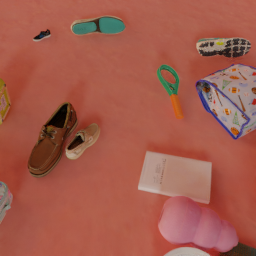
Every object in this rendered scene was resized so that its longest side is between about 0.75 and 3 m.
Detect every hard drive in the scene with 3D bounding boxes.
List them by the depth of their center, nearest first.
[{"bbox_3d":[1.515,1.515,8.898,2.149,0.282,1.417,10,49,9],"label":"hard drive"}]

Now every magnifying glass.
[{"bbox_3d":[1.777,-1.509,11.211,1.028,0.289,2.582,9,57,-30],"label":"magnifying glass"}]

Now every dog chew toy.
[{"bbox_3d":[1.860,2.604,7.373,2.034,1.266,1.266,19,51,7],"label":"dog chew toy"}]

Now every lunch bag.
[{"bbox_3d":[-4.345,2.355,7.781,1.755,0.844,2.188,10,49,8],"label":"lunch bag"},{"bbox_3d":[4.112,-1.185,10.444,2.223,1.619,2.615,-25,61,-20],"label":"lunch bag"}]

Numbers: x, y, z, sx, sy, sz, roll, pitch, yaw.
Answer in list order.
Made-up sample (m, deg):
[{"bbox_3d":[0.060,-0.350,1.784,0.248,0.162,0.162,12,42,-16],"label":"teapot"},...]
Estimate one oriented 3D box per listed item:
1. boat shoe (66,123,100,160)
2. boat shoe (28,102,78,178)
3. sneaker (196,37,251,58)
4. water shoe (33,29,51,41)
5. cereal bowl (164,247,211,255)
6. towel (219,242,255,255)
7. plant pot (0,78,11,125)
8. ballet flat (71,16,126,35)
[{"bbox_3d":[-1.548,0.355,9.752,0.612,0.551,1.697,26,53,21],"label":"boat shoe"},{"bbox_3d":[-2.631,0.275,9.534,1.036,0.979,2.880,10,49,9],"label":"boat shoe"},{"bbox_3d":[4.579,-4.025,13.435,2.534,0.982,1.009,4,40,4],"label":"sneaker"},{"bbox_3d":[-4.486,-4.816,14.458,1.004,0.396,0.359,-33,56,-26],"label":"water shoe"},{"bbox_3d":[1.423,3.800,6.561,1.788,0.745,1.788,0,49,0],"label":"cereal bowl"},{"bbox_3d":[3.048,3.510,7.234,1.362,0.148,0.999,17,50,17],"label":"towel"},{"bbox_3d":[-5.276,-0.995,10.346,1.418,1.563,1.555,6,48,-2],"label":"plant pot"},{"bbox_3d":[-1.559,-5.472,14.704,2.876,0.970,0.897,-3,41,-3],"label":"ballet flat"}]
